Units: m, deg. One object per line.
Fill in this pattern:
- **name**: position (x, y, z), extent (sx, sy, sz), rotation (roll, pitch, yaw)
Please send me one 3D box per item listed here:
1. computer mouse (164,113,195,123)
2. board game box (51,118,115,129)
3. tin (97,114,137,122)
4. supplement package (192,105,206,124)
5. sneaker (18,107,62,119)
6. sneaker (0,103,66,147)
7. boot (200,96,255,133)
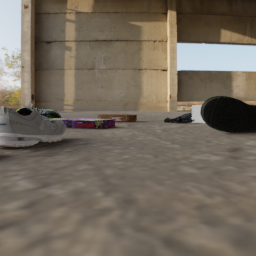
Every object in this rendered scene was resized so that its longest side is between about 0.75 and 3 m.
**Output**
- **computer mouse**: position (3.329, -0.568, 15.546), extent (2.376, 0.547, 1.669), rotation (-2, 4, -23)
- **board game box**: position (-2.192, -0.234, 12.465), extent (2.822, 0.456, 1.694), rotation (2, 9, 27)
- **tin**: position (-0.649, -0.599, 16.722), extent (2.384, 0.499, 1.335), rotation (0, 0, 5)
- **supplement package**: position (4.340, -0.752, 15.133), extent (1.325, 0.974, 1.267), rotation (-4, 6, -43)
- **sneaker**: position (-4.402, -0.580, 13.902), extent (2.445, 0.903, 0.989), rotation (-6, 10, -42)
- **sneaker**: position (-2.257, -0.129, 6.988), extent (0.907, 0.996, 2.428), rotation (1, 5, 13)
- **boot**: position (3.599, -0.541, 10.595), extent (3.147, 1.184, 2.353), rotation (10, 8, -21)
